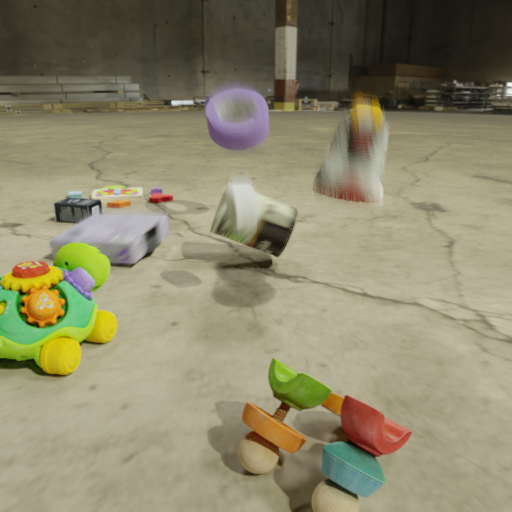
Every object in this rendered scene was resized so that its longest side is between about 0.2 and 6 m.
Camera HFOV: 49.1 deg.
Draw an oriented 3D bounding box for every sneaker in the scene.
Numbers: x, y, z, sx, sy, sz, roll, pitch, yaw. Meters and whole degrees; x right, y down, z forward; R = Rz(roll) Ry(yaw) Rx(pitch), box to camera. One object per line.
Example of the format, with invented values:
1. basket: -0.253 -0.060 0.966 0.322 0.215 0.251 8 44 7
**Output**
1. sneaker: 1.337 -1.444 7.695 0.936 0.988 2.406 9 31 7

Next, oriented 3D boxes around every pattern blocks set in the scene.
1. pattern blocks set: -3.946 -1.733 15.967 2.697 0.219 2.371 -9 21 -25

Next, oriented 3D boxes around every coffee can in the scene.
1. coffee can: -0.053 -0.674 10.583 1.377 1.008 1.008 21 17 -8

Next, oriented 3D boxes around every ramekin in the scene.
1. ramekin: -0.228 -0.744 8.478 0.348 0.714 0.714 -9 20 -15

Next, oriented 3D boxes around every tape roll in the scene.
1. tape roll: -0.423 -3.110 12.727 1.391 0.591 1.391 -1 56 1

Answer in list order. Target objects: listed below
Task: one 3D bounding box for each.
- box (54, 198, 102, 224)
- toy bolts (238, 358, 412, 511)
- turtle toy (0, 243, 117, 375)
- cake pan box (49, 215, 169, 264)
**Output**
1. box: -4.344 -1.107 13.685 0.924 0.482 0.684 4 19 13
2. toy bolts: 0.658 1.779 5.073 1.393 1.012 1.459 36 -12 -30
3. turtle toy: -2.783 0.593 7.522 1.717 1.191 2.356 5 19 16
4. cake pan box: -2.846 -0.384 11.226 1.848 0.483 1.702 1 24 14
